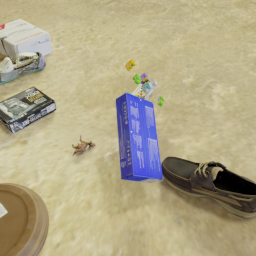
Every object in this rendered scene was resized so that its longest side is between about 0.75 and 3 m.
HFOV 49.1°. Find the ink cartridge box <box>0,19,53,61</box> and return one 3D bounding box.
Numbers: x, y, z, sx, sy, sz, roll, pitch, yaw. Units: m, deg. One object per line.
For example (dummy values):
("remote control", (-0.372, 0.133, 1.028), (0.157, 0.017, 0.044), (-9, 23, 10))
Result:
("ink cartridge box", (-4.946, -4.004, 12.925), (2.438, 1.016, 1.770), (33, 52, 30))

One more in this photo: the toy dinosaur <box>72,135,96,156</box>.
("toy dinosaur", (-1.364, 0.573, 8.531), (0.523, 0.331, 0.771), (28, 55, 18))

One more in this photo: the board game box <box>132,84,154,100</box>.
("board game box", (0.565, -1.364, 10.713), (0.584, 0.160, 0.925), (18, 46, 20))

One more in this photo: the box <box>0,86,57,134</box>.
("box", (-3.620, -0.689, 9.776), (1.379, 0.435, 1.749), (34, 53, 32))

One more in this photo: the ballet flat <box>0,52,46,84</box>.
("ballet flat", (-4.622, -2.588, 11.520), (2.509, 0.903, 0.903), (-28, 50, -27))

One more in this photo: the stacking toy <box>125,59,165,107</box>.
("stacking toy", (0.538, -1.468, 9.250), (0.394, 1.265, 1.678), (-42, 31, 20))

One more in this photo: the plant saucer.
("plant saucer", (-3.283, 2.360, 6.539), (2.771, 0.408, 2.771), (0, 42, 0))

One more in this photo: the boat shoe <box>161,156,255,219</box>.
("boat shoe", (2.150, 1.275, 7.243), (2.738, 1.004, 1.020), (20, 46, 20))

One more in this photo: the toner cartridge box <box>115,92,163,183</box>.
("toner cartridge box", (0.261, 0.251, 7.056), (1.018, 0.462, 2.142), (17, 59, -40))
